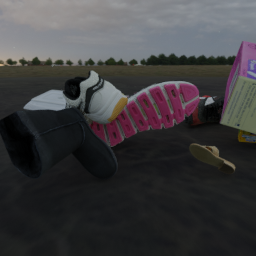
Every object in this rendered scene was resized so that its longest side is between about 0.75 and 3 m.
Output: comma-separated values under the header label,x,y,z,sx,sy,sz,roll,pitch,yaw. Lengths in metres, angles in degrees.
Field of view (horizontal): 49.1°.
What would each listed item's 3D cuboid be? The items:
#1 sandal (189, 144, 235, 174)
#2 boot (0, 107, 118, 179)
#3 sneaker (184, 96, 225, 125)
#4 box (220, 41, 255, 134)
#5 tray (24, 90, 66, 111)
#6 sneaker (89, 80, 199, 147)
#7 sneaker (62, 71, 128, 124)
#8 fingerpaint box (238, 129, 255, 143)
label,x,y,z,sx,sy,sz,roll,pitch,yaw
sandal,1.445,0.453,4.785,0.848,0.311,0.279,31,48,3
boot,-0.817,0.325,3.817,0.547,1.374,1.667,-40,-2,10
sneaker,2.590,-0.574,8.841,1.185,0.858,2.427,6,13,33
box,3.503,-0.767,6.150,2.463,1.191,2.167,18,39,13
tray,-2.152,-0.896,9.227,2.685,0.298,1.442,11,33,36
sneaker,0.214,-0.429,6.340,2.714,1.001,1.187,-23,22,5
sneaker,-0.832,-0.539,5.165,2.051,0.899,0.776,-13,39,56
fingerpaint box,3.072,0.028,6.706,0.753,0.628,0.276,5,16,15
